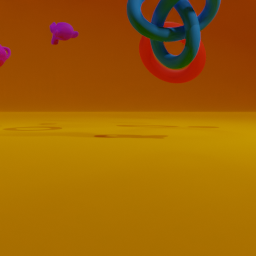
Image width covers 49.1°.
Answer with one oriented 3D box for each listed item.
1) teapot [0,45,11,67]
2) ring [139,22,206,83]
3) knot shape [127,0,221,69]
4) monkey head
[{"bbox_3d":[-3.847,-2.002,7.402,1.021,0.804,1.642,-22,-2,37],"label":"teapot"},{"bbox_3d":[1.224,-2.070,7.934,1.957,1.957,0.391,3,49,35],"label":"ring"},{"bbox_3d":[0.630,-1.772,4.454,1.355,1.448,0.669,27,25,-2],"label":"knot shape"},{"bbox_3d":[-2.113,-2.959,8.917,0.662,0.791,1.099,29,26,19],"label":"monkey head"}]
